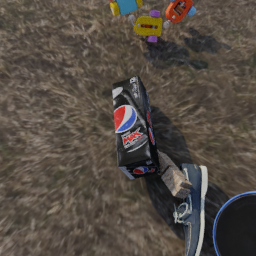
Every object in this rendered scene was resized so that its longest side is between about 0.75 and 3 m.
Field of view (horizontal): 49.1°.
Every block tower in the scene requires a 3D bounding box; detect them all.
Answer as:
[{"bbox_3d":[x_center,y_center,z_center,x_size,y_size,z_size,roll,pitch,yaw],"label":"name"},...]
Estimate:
[{"bbox_3d":[0.993,1.073,6.788,0.383,0.410,1.417,-55,37,14],"label":"block tower"}]

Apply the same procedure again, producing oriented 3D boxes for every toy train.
[{"bbox_3d":[0.667,-3.930,8.802,2.731,0.760,2.051,28,100,-19],"label":"toy train"}]

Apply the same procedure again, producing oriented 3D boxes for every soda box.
[{"bbox_3d":[0.174,-0.074,7.126,0.809,0.903,2.553,-17,54,15],"label":"soda box"}]

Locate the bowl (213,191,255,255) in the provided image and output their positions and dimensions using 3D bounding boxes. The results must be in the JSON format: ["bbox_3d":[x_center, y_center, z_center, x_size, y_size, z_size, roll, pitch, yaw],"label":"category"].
[{"bbox_3d":[2.640,2.222,5.632,1.946,0.382,1.946,-20,56,33],"label":"bowl"}]

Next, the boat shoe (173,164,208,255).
[{"bbox_3d":[1.428,1.899,6.550,0.699,0.847,2.261,9,67,4],"label":"boat shoe"}]
